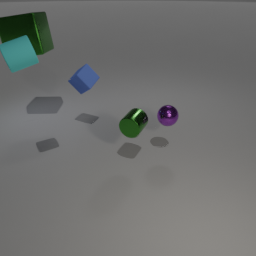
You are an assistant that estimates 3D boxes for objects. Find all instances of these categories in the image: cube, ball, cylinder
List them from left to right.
[{"bbox_3d":[-2.648,-1.797,6.815,0.700,0.700,0.700,-26,34,-13],"label":"cylinder"},{"bbox_3d":[-3.733,-3.432,10.315,1.400,1.400,1.400,-6,24,5],"label":"cube"},{"bbox_3d":[-1.624,-1.796,10.318,0.700,0.700,0.700,-18,33,49],"label":"cube"},{"bbox_3d":[0.178,-0.156,8.630,0.700,0.700,0.700,13,35,22],"label":"cylinder"},{"bbox_3d":[1.302,-0.405,9.164,0.700,0.700,0.700,0,28,0],"label":"ball"}]
